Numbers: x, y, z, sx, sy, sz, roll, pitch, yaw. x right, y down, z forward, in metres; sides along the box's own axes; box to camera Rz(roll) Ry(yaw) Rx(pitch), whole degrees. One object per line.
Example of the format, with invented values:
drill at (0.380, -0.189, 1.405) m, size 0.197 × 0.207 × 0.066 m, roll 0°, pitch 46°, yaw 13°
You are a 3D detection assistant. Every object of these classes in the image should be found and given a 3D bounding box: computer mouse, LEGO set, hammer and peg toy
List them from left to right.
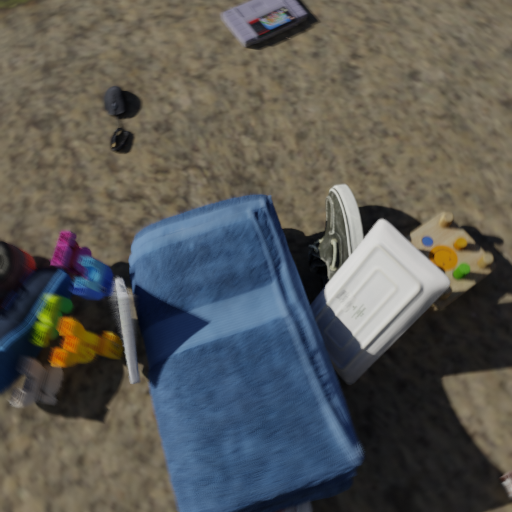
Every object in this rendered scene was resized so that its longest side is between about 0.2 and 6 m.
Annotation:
LEGO set at (-2.863, 1.147, 9.377) m, size 1.121 × 1.206 × 2.938 m, roll -2°, pitch 67°, yaw 33°
computer mouse at (-2.888, -2.854, 11.486) m, size 0.476 × 0.277 × 1.625 m, roll -8°, pitch 67°, yaw -5°
hammer and peg toy at (3.042, 0.183, 9.903) m, size 1.976 × 0.697 × 1.453 m, roll -32°, pitch 70°, yaw -13°

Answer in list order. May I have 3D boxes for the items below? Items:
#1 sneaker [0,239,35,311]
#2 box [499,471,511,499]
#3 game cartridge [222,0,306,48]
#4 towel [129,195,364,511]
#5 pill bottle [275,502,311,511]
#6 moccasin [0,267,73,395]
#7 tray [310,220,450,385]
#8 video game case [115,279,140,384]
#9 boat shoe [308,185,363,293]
sneaker at (-5.068, 0.943, 9.238) m, size 1.214 × 1.290 × 3.151 m, roll 25°, pitch 69°, yaw 11°
box at (4.300, 3.448, 8.672) m, size 0.869 × 0.325 × 0.435 m, roll -21°, pitch 67°, yaw -11°
game cartridge at (0.190, -5.395, 12.618) m, size 1.634 × 0.314 × 1.059 m, roll -29°, pitch 65°, yaw -12°
towel at (-0.392, 1.418, 8.816) m, size 2.774 × 1.206 × 4.969 m, roll -16°, pitch 63°, yaw -2°
pill bottle at (0.432, 3.863, 8.416) m, size 0.770 × 0.439 × 0.439 m, roll -10°, pitch 66°, yaw -4°
moccasin at (-4.052, 1.264, 9.404) m, size 0.852 × 1.006 × 2.500 m, roll 15°, pitch 51°, yaw 18°
tray at (1.657, 0.826, 8.792) m, size 1.409 × 2.625 × 0.291 m, roll 47°, pitch 35°, yaw 19°
video game case at (-1.994, 1.130, 8.662) m, size 0.147 × 1.220 × 1.339 m, roll -8°, pitch 102°, yaw -15°
boat shoe at (1.383, 0.023, 9.820) m, size 0.892 × 0.991 × 2.803 m, roll -2°, pitch 68°, yaw -3°
